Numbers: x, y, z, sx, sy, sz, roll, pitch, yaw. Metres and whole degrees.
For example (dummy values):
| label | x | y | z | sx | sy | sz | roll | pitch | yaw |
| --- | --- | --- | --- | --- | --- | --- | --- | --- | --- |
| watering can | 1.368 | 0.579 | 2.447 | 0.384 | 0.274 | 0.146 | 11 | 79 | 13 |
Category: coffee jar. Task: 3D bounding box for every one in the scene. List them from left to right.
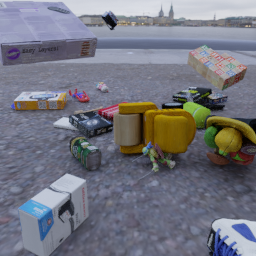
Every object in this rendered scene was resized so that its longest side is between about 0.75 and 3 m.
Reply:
| label | x | y | z | sx | sy | sz | roll | pitch | yaw |
| --- | --- | --- | --- | --- | --- | --- | --- | --- | --- |
| coffee jar | -1.331 | 0.731 | 8.568 | 0.555 | 0.678 | 1.301 | -13 | 25 | -31 |

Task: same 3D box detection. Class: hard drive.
| label | x | y | z | sx | sy | sz | roll | pitch | yaw |
| --- | --- | --- | --- | --- | --- | --- | --- | --- | --- |
| hard drive | -2.292 | -0.163 | 11.342 | 1.194 | 0.159 | 0.788 | 9 | 25 | 17 |

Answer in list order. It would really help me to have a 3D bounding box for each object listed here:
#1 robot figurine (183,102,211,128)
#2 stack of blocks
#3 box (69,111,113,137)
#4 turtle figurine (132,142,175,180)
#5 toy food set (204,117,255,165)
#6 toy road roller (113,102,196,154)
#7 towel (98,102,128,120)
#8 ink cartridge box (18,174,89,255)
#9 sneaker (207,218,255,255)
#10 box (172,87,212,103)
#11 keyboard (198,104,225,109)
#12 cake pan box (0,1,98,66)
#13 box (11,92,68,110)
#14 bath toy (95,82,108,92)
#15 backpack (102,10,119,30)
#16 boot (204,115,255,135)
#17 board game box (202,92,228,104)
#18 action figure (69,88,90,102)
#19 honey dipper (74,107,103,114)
| label | x | y | z | sx | sy | sz | roll | pitch | yaw |
| --- | --- | --- | --- | --- | --- | --- | --- | --- | --- |
| robot figurine | 2.706 | -0.538 | 11.347 | 1.307 | 0.861 | 1.489 | -13 | 26 | -28 |
| stack of blocks | 3.494 | -2.481 | 11.150 | 1.176 | 0.598 | 2.042 | -28 | 55 | -18 |
| box | -1.455 | -0.185 | 10.920 | 1.149 | 0.312 | 1.434 | -14 | 33 | -38 |
| turtle figurine | 0.760 | 0.963 | 8.225 | 1.062 | 1.095 | 0.788 | 16 | 3 | -24 |
| toy food set | 2.931 | 0.615 | 7.975 | 1.727 | 0.959 | 2.935 | 22 | -7 | 21 |
| toy road roller | 0.857 | 0.051 | 8.660 | 2.520 | 1.549 | 1.840 | -3 | 12 | -7 |
| towel | 0.349 | -0.547 | 12.075 | 2.850 | 0.320 | 2.061 | 18 | 27 | 33 |
| ink cartridge box | -1.451 | 1.738 | 5.730 | 0.582 | 1.008 | 1.389 | 12 | 26 | 26 |
| sneaker | 1.972 | 2.287 | 4.738 | 1.354 | 0.947 | 2.345 | 6 | 17 | 24 |
| box | 3.242 | -1.684 | 14.209 | 1.409 | 0.347 | 1.459 | -30 | 27 | -27 |
| keyboard | 3.788 | -0.966 | 13.280 | 1.492 | 0.296 | 0.776 | 2 | 0 | 8 |
| cake pan box | -2.634 | -2.811 | 7.998 | 2.755 | 0.721 | 2.537 | -16 | 49 | -32 |
| box | -4.363 | -1.366 | 13.758 | 2.568 | 0.533 | 1.529 | 1 | 23 | -4 |
| bath toy | -1.461 | -2.370 | 16.302 | 0.429 | 0.504 | 1.160 | 31 | 4 | -35 |
| backpack | -0.807 | -4.790 | 12.263 | 0.594 | 0.771 | 0.735 | -42 | 41 | 3 |
| boot | 3.642 | 0.107 | 9.002 | 1.976 | 0.754 | 1.660 | 20 | -5 | -42 |
| board game box | 4.248 | -1.664 | 14.759 | 1.079 | 0.276 | 1.592 | -13 | 26 | -28 |
| action figure | -2.512 | -1.714 | 14.712 | 0.613 | 0.484 | 1.873 | -13 | 29 | -33 |
| honey dipper | -1.712 | -0.752 | 12.624 | 0.298 | 0.298 | 1.569 | 21 | 28 | 41 |
